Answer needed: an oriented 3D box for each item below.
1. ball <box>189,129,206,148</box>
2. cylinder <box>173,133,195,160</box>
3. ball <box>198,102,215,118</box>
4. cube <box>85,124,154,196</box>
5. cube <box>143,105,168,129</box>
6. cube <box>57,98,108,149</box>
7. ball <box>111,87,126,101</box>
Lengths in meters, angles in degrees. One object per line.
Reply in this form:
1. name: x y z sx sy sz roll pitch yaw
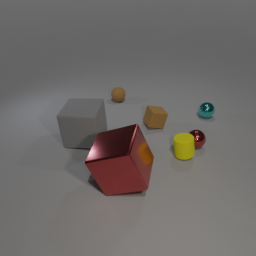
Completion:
1. ball: 2.516 0.403 10.339 0.700 0.700 0.700 0 32 0
2. cylinder: 1.964 0.635 9.807 0.700 0.700 0.700 -7 27 4
3. ball: 3.440 -0.781 12.257 0.700 0.700 0.700 0 32 0
4. cube: -0.190 0.943 8.281 1.400 1.400 1.400 -14 32 23
5. cube: 1.130 -0.458 11.571 0.700 0.700 0.700 5 28 -22
6. cube: -1.654 -0.189 10.497 1.400 1.400 1.400 2 33 10
7. ball: -0.463 -1.634 13.545 0.700 0.700 0.700 0 32 0
